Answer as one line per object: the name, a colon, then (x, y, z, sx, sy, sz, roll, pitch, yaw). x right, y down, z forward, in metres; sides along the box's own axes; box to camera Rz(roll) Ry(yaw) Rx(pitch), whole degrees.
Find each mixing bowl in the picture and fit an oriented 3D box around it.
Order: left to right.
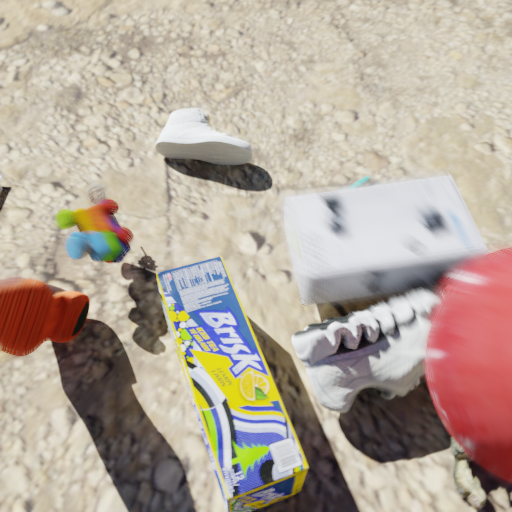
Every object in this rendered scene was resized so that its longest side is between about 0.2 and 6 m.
mixing bowl: (3.977, 1.283, 6.808, 3.283, 1.778, 3.283, 2, 78, -7)

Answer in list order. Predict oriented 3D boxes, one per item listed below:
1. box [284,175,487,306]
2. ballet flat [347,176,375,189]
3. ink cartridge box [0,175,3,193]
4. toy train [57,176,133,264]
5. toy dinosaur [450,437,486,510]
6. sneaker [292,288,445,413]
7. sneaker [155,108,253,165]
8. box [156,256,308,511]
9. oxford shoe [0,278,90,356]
box: (2.092, -0.286, 9.605, 3.003, 0.903, 1.752, -7, 55, -2)
ballet flat: (1.610, -0.941, 10.696, 1.548, 0.560, 0.525, -27, 13, 16)
ink cartridge box: (-5.594, -1.253, 11.228, 0.868, 0.206, 0.879, 2, 53, 4)
toy train: (-2.973, -0.680, 9.664, 1.033, 0.756, 1.786, -6, 58, -50)
toy dinosaur: (3.171, 2.337, 8.180, 0.568, 1.055, 2.394, 15, 57, 0)
sneaker: (2.343, 1.372, 8.833, 3.527, 1.325, 1.429, -16, 84, -13)
sneaker: (-0.994, -2.606, 11.829, 2.056, 0.757, 1.188, 9, 58, 8)
box: (-0.458, 1.834, 8.393, 1.151, 1.254, 3.580, -16, 56, -12)
oxford shoe: (-3.537, 0.799, 8.232, 1.079, 2.974, 1.059, 18, 82, 8)
